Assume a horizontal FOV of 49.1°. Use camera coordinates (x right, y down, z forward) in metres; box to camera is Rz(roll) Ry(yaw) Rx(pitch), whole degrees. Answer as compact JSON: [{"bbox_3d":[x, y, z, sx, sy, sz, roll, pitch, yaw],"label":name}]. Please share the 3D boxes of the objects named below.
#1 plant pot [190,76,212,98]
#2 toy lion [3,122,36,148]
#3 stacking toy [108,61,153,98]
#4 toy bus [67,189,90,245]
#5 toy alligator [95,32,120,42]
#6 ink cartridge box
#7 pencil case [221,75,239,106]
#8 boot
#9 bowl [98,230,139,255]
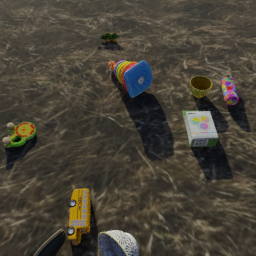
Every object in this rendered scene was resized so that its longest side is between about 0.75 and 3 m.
[{"bbox_3d":[3.032,-1.667,11.850,0.919,0.652,0.919,0,52,0],"label":"plant pot"},{"bbox_3d":[-4.039,0.226,10.550,1.059,0.379,1.105,3,51,-8],"label":"toy lion"},{"bbox_3d":[-0.135,-2.466,12.324,1.286,1.360,2.343,-37,45,-18],"label":"stacking toy"},{"bbox_3d":[-1.462,2.651,8.433,0.612,0.509,1.563,-2,51,-4],"label":"toy bus"},{"bbox_3d":[-1.071,-4.710,14.545,1.305,0.314,0.433,1,83,1],"label":"toy alligator"},{"bbox_3d":[2.713,-0.153,10.692,0.939,0.536,1.808,-2,51,-2],"label":"ink cartridge box"},{"bbox_3d":[4.301,-1.593,11.841,0.601,0.601,1.359,3,54,3],"label":"pencil case"},{"bbox_3d":[-1.959,4.030,7.163,1.697,0.950,2.453,28,69,16],"label":"boot"},{"bbox_3d":[-0.145,3.256,7.513,0.645,1.375,1.375,-23,53,-38],"label":"bowl"}]
